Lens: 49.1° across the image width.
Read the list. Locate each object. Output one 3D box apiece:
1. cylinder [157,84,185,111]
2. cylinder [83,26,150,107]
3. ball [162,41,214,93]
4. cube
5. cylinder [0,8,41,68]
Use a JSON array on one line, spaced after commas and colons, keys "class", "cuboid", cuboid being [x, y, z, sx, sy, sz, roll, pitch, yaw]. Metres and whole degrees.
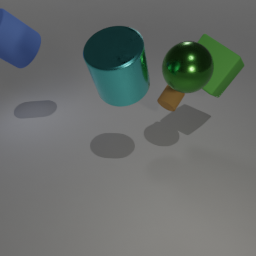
[{"class": "cylinder", "cuboid": [1.472, -1.041, 9.567, 0.700, 0.700, 0.700, 26, 77, 34]}, {"class": "cylinder", "cuboid": [-0.227, -1.467, 6.808, 1.400, 1.400, 1.400, -5, 59, 8]}, {"class": "ball", "cuboid": [1.637, -1.661, 7.714, 1.400, 1.400, 1.400, 0, 33, 0]}, {"class": "cube", "cuboid": [2.774, -2.004, 9.282, 1.400, 1.400, 1.400, 42, 19, 20]}, {"class": "cylinder", "cuboid": [-3.857, -2.899, 9.200, 1.400, 1.400, 1.400, 36, 5, 42]}]
